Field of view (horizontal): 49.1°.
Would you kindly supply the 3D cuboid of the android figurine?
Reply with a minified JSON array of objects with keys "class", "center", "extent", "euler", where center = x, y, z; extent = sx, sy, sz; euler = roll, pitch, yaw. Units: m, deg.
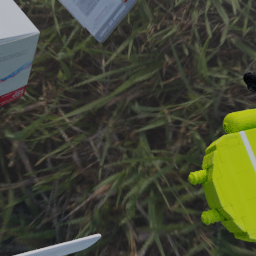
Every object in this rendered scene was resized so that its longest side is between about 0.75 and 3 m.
[{"class":"android figurine","center":[2.158,0.762,4.230],"extent":[2.507,0.515,2.282],"euler":[-13,73,-13]}]

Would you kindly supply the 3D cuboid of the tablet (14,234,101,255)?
[{"class":"tablet","center":[-1.214,2.005,4.483],"extent":[1.433,0.932,0.098],"euler":[-3,59,-29]}]

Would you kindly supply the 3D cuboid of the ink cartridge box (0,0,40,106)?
[{"class":"ink cartridge box","center":[-2.720,-1.401,5.158],"extent":[1.375,1.892,1.368],"euler":[49,49,8]}]

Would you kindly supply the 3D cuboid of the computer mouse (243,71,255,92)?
[{"class":"computer mouse","center":[3.535,-1.329,6.470],"extent":[0.449,1.705,1.181],"euler":[-20,65,-24]}]

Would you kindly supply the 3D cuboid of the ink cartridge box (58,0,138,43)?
[{"class":"ink cartridge box","center":[-0.316,-3.578,6.590],"extent":[2.598,1.089,2.281],"euler":[-44,78,20]}]
